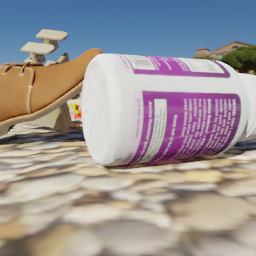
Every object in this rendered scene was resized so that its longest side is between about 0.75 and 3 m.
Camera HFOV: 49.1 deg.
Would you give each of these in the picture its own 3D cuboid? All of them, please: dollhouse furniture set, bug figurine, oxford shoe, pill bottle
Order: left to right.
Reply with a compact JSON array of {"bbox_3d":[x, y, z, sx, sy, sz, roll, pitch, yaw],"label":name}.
[{"bbox_3d":[-1.602,-0.694,4.547,2.808,1.001,1.002,-24,22,10],"label":"oxford shoe"},{"bbox_3d":[-1.786,-1.064,7.018,1.367,1.930,2.101,11,46,14],"label":"dollhouse furniture set"},{"bbox_3d":[-0.338,-0.374,7.869,2.390,0.615,1.853,0,5,12],"label":"bug figurine"},{"bbox_3d":[0.671,-0.248,3.679,2.343,1.315,1.315,-2,7,-23],"label":"pill bottle"}]
